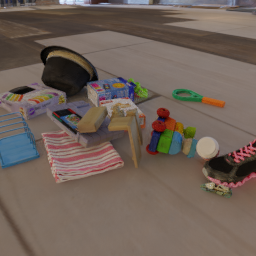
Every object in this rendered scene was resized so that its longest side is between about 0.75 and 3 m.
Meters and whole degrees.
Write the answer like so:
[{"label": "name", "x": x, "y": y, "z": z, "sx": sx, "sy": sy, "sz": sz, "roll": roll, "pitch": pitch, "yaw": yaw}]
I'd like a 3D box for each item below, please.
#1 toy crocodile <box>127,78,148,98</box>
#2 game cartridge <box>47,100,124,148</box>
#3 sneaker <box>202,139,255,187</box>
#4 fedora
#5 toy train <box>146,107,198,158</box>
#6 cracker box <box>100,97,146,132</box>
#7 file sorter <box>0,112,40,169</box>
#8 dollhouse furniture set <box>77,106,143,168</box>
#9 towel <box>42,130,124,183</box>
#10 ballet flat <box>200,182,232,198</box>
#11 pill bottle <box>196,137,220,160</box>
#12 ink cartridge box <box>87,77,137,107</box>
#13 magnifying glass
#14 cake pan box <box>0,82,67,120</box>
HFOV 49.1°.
[{"label": "toy crocodile", "x": 0.383, "y": -1.836, "z": 13.100, "sx": 0.601, "sy": 0.550, "sz": 1.780, "roll": 23, "pitch": 18, "yaw": -39}, {"label": "game cartridge", "x": -1.528, "y": -0.235, "z": 9.665, "sx": 1.622, "sy": 0.480, "sz": 2.502, "roll": -13, "pitch": 36, "yaw": -43}, {"label": "sneaker", "x": 3.401, "y": 0.783, "z": 7.797, "sx": 2.773, "sy": 1.322, "sz": 1.095, "roll": -8, "pitch": 33, "yaw": -11}, {"label": "fedora", "x": -2.888, "y": -2.360, "z": 12.716, "sx": 2.974, "sy": 2.974, "sz": 1.358, "roll": 13, "pitch": 63, "yaw": 21}, {"label": "toy train", "x": 1.614, "y": -0.008, "z": 9.505, "sx": 1.520, "sy": 1.112, "sz": 2.626, "roll": 16, "pitch": 32, "yaw": 7}, {"label": "cracker box", "x": -0.252, "y": -0.548, "z": 10.836, "sx": 1.254, "sy": 0.540, "sz": 1.872, "roll": -11, "pitch": 31, "yaw": -18}, {"label": "file sorter", "x": -3.664, "y": 0.311, "z": 8.916, "sx": 1.125, "sy": 0.995, "sz": 1.622, "roll": -17, "pitch": 35, "yaw": -26}, {"label": "dollhouse furniture set", "x": -0.475, "y": 0.239, "z": 8.935, "sx": 1.747, "sy": 1.424, "sz": 1.662, "roll": -4, "pitch": 27, "yaw": 16}, {"label": "towel", "x": -1.552, "y": 0.607, "z": 8.975, "sx": 2.049, "sy": 0.419, "sz": 2.800, "roll": -11, "pitch": 32, "yaw": -20}, {"label": "ballet flat", "x": 2.339, "y": 1.583, "z": 7.426, "sx": 0.831, "sy": 0.309, "sz": 0.309, "roll": 13, "pitch": 32, "yaw": 21}, {"label": "pill bottle", "x": 2.362, "y": 0.607, "z": 8.259, "sx": 0.634, "sy": 0.634, "sz": 1.130, "roll": 13, "pitch": -6, "yaw": 21}, {"label": "ink cartridge box", "x": -0.640, "y": -1.639, "z": 12.522, "sx": 2.054, "sy": 0.784, "sz": 1.401, "roll": -12, "pitch": 32, "yaw": -24}, {"label": "magnifying glass", "x": 3.112, "y": -1.350, "z": 12.521, "sx": 2.425, "sy": 0.272, "sz": 0.965, "roll": 21, "pitch": 36, "yaw": 30}, {"label": "cake pan box", "x": -4.132, "y": -1.234, "z": 12.012, "sx": 2.239, "sy": 0.586, "sz": 2.062, "roll": 22, "pitch": 34, "yaw": 33}]
